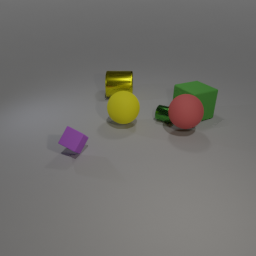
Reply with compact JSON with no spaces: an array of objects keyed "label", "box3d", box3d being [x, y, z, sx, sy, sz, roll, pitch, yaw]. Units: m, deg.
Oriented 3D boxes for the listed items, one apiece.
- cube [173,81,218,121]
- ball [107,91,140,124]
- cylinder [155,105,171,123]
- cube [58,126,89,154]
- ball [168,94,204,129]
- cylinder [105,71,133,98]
[{"label":"cube","box3d":[3.011,-1.218,12.800,1.400,1.400,1.400,-13,31,-27]},{"label":"ball","box3d":[-0.196,-0.873,11.933,1.400,1.400,1.400,0,29,0]},{"label":"cylinder","box3d":[1.661,-0.634,12.545,0.700,0.700,0.700,16,33,25]},{"label":"cube","box3d":[-1.959,0.441,10.125,0.700,0.700,0.700,26,-8,12]},{"label":"ball","box3d":[2.324,-0.660,11.260,1.400,1.400,1.400,0,29,0]},{"label":"cylinder","box3d":[-0.443,-2.310,14.799,1.400,1.400,1.400,1,29,1]}]
